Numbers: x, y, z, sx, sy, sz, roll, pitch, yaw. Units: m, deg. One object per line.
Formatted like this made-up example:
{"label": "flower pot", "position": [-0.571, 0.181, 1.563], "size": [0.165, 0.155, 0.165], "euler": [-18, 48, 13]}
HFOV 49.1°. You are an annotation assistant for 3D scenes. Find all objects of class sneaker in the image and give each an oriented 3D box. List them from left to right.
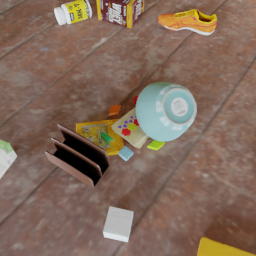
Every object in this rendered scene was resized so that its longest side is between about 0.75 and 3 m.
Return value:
{"label": "sneaker", "position": [2.930, -5.422, 13.852], "size": [2.886, 1.113, 1.053], "euler": [8, 56, 8]}

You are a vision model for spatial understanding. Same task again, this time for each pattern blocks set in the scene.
{"label": "pattern blocks set", "position": [0.307, -0.068, 10.367], "size": [2.764, 0.224, 2.429], "euler": [-31, 65, -29]}

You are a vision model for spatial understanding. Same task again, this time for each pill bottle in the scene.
{"label": "pill bottle", "position": [-2.792, -5.889, 14.253], "size": [1.698, 0.971, 0.971], "euler": [-24, 58, -16]}

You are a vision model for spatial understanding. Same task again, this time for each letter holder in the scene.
{"label": "letter holder", "position": [-1.646, 0.861, 8.894], "size": [1.898, 1.349, 0.954], "euler": [28, 64, 16]}

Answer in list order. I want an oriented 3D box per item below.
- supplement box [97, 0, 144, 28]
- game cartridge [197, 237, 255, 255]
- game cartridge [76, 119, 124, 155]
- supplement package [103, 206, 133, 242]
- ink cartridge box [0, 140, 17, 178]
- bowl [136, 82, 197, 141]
{"label": "supplement box", "position": [-0.343, -6.387, 14.442], "size": [1.876, 1.246, 1.850], "euler": [20, 57, 14]}
{"label": "game cartridge", "position": [2.995, 4.439, 7.199], "size": [2.717, 0.441, 2.395], "euler": [15, 56, 14]}
{"label": "game cartridge", "position": [-1.035, 0.354, 10.199], "size": [1.659, 0.269, 1.462], "euler": [-7, 55, -4]}
{"label": "supplement package", "position": [-0.274, 2.829, 8.229], "size": [0.732, 0.563, 0.765], "euler": [10, 55, 7]}
{"label": "ink cartridge box", "position": [-4.412, 1.234, 9.166], "size": [0.514, 0.894, 1.526], "euler": [18, 55, 13]}
{"label": "bowl", "position": [1.461, -0.651, 9.607], "size": [2.177, 1.139, 2.177], "euler": [2, 84, -20]}
